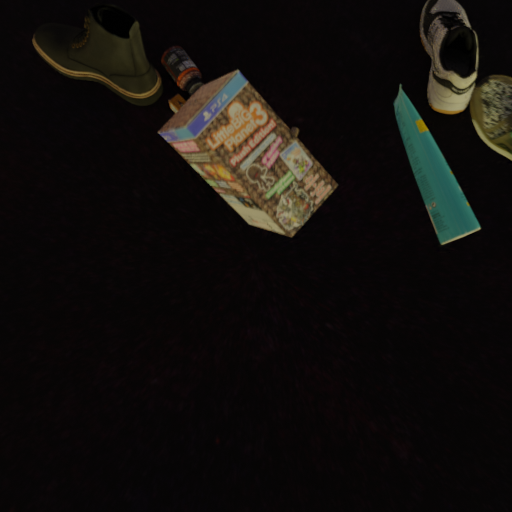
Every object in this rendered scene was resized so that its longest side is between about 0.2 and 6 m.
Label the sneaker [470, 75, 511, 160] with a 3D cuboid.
[{"bbox_3d":[3.846,-1.457,7.409,0.933,1.075,2.427,-42,93,9],"label":"sneaker"}]

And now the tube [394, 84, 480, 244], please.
[{"bbox_3d":[2.114,-1.116,6.906,0.491,0.755,1.949,-23,84,2],"label":"tube"}]

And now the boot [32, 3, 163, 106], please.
[{"bbox_3d":[-3.411,-4.546,11.420,3.092,2.139,1.198,23,73,8],"label":"boot"}]

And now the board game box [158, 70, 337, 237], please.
[{"bbox_3d":[-0.167,-1.410,8.051,2.101,1.675,1.017,45,82,-22],"label":"board game box"}]

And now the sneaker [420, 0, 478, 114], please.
[{"bbox_3d":[4.231,-4.572,11.874,1.137,1.317,3.006,-1,70,1],"label":"sneaker"}]

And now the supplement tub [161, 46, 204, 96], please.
[{"bbox_3d":[-1.557,-3.957,12.058,0.564,0.564,1.055,-32,75,-10],"label":"supplement tub"}]

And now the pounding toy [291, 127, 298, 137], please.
[{"bbox_3d":[-0.350,-2.163,11.373,2.239,1.039,1.728,21,58,-23],"label":"pounding toy"}]

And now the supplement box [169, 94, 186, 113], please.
[{"bbox_3d":[-1.480,-3.028,11.890,0.283,0.293,0.851,-39,77,-13],"label":"supplement box"}]
